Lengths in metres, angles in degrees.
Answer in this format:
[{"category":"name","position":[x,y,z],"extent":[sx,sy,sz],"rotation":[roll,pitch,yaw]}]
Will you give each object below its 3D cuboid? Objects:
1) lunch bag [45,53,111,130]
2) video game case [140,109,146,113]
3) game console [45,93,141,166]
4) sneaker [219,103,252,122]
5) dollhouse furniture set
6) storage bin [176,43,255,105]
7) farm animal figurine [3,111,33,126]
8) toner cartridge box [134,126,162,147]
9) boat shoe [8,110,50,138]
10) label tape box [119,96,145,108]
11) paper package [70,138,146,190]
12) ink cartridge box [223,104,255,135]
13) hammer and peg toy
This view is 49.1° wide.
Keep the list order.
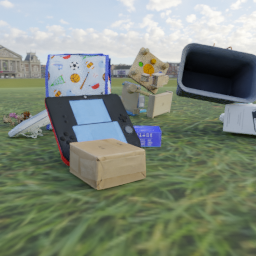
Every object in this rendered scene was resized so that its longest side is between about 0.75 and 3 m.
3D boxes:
[{"category":"lunch bag","position":[-1.807,-1.401,10.622],"extent":[2.377,2.796,1.731],"rotation":[-1,11,0]},{"category":"video game case","position":[0.188,-0.973,15.608],"extent":[1.367,0.122,0.978],"rotation":[8,13,38]},{"category":"game console","position":[-0.789,-0.043,6.740],"extent":[2.088,1.847,0.324],"rotation":[-7,-24,-35]},{"category":"sneaker","position":[4.648,-0.549,11.116],"extent":[0.804,0.945,2.135],"rotation":[-10,14,-37]},{"category":"dollhouse furniture set","position":[0.810,-1.827,14.081],"extent":[2.400,2.266,1.566],"rotation":[21,25,34]},{"category":"storage bin","position":[2.974,-1.809,9.950],"extent":[2.702,1.967,1.815],"rotation":[10,-7,-2]},{"category":"farm animal figurine","position":[-4.413,-0.326,11.270],"extent":[1.025,0.535,1.014],"rotation":[-9,0,-8]},{"category":"toner cartridge box","position":[-0.086,0.229,8.310],"extent":[2.076,0.448,0.986],"rotation":[1,10,2]},{"category":"boat shoe","position":[-3.042,0.008,9.195],"extent":[1.657,0.706,0.612],"rotation":[-30,20,-4]},{"category":"label tape box","position":[-0.294,-1.547,16.683],"extent":[2.279,0.721,1.644],"rotation":[-1,5,-10]},{"category":"paper package","position":[-0.425,0.656,5.538],"extent":[1.162,0.631,1.219],"rotation":[-5,11,-36]},{"category":"ink cartridge box","position":[4.636,-0.283,9.407],"extent":[2.326,0.979,1.682],"rotation":[8,10,35]},{"category":"hammer and peg toy","position":[0.888,-2.503,13.839],"extent":[1.851,2.517,0.887],"rotation":[31,-18,-20]}]
